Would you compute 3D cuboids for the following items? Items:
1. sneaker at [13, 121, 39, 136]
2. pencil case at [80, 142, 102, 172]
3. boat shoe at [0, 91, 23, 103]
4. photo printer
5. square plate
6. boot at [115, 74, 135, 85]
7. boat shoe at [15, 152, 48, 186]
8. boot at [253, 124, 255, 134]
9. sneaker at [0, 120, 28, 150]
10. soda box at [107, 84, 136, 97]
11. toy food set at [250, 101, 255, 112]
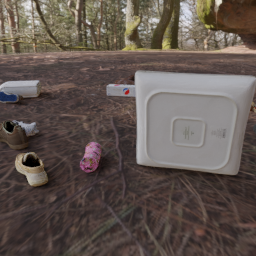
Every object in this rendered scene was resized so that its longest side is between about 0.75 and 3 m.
[{"bbox_3d":[-3.576,0.006,9.757,0.655,0.428,1.139,-13,29,-35],"label":"sneaker"},{"bbox_3d":[-0.987,0.761,7.552,0.476,0.455,1.100,20,19,-5],"label":"pencil case"},{"bbox_3d":[-5.864,-1.502,13.983,1.504,0.543,0.544,12,9,28],"label":"boat shoe"},{"bbox_3d":[-5.898,-2.120,15.285,2.078,0.722,1.729,-3,20,-9],"label":"photo printer"},{"bbox_3d":[1.417,0.009,6.544,2.584,2.608,0.371,5,31,13],"label":"square plate"},{"bbox_3d":[0.406,-2.730,17.088,1.942,0.669,2.083,-22,23,-20],"label":"boot"},{"bbox_3d":[-2.435,0.883,7.037,0.587,0.551,1.592,-14,24,-35],"label":"boat shoe"},{"bbox_3d":[5.136,0.010,9.582,1.196,0.476,1.451,30,38,35],"label":"boot"},{"bbox_3d":[-3.864,0.059,9.048,2.036,0.769,0.717,16,25,37],"label":"sneaker"},{"bbox_3d":[-0.286,-2.070,15.425,1.716,0.546,0.585,5,20,13],"label":"soda box"},{"bbox_3d":[5.609,-0.942,12.771,0.934,0.231,1.469,-8,29,-21],"label":"toy food set"}]
